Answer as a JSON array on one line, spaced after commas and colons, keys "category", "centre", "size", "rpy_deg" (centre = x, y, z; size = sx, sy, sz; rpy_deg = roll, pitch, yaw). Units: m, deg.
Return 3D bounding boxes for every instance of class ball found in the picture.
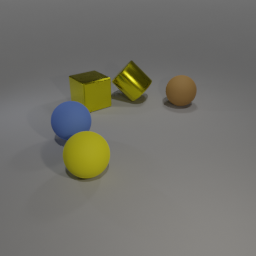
[{"category": "ball", "centre": [-1.232, 0.791, 8.367], "size": [1.400, 1.400, 1.400], "rpy_deg": [0, 29, 0]}, {"category": "ball", "centre": [-1.989, -0.245, 9.837], "size": [1.400, 1.400, 1.400], "rpy_deg": [0, 29, 0]}, {"category": "ball", "centre": [2.427, -1.711, 12.825], "size": [1.400, 1.400, 1.400], "rpy_deg": [0, 29, 0]}]

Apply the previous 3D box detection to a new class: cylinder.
[{"category": "cylinder", "centre": [0.180, -2.220, 13.259], "size": [1.400, 1.400, 1.400], "rpy_deg": [43, 28, -12]}]

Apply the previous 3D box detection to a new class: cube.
[{"category": "cube", "centre": [-1.717, -1.687, 12.823], "size": [1.400, 1.400, 1.400], "rpy_deg": [-20, 34, -32]}]
